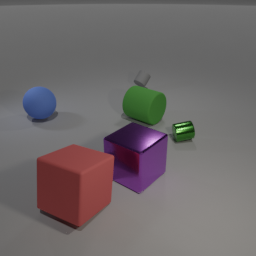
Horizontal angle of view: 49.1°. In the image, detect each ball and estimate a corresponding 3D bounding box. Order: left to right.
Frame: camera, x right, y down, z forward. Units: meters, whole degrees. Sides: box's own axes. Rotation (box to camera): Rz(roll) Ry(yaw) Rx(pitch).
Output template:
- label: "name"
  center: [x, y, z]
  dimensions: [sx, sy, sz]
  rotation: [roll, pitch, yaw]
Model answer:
- label: "ball"
  center: [-3.827, -1.088, 12.156]
  dimensions: [1.400, 1.400, 1.400]
  rotation: [0, 27, 0]

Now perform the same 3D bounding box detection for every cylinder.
- label: "cylinder"
  center: [0.778, -2.693, 15.387]
  dimensions: [0.700, 0.700, 0.700]
  rotation: [22, 77, 36]
- label: "cylinder"
  center: [0.714, -1.001, 12.069]
  dimensions: [1.400, 1.400, 1.400]
  rotation: [21, 34, 34]
- label: "cylinder"
  center: [2.090, 0.122, 10.594]
  dimensions: [0.700, 0.700, 0.700]
  rotation: [-11, 28, -3]

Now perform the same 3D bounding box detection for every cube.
- label: "cube"
  center: [-1.332, 1.375, 7.192]
  dimensions: [1.400, 1.400, 1.400]
  rotation: [13, 18, 26]
- label: "cube"
  center: [0.239, 0.844, 8.535]
  dimensions: [1.400, 1.400, 1.400]
  rotation: [20, 34, 34]
